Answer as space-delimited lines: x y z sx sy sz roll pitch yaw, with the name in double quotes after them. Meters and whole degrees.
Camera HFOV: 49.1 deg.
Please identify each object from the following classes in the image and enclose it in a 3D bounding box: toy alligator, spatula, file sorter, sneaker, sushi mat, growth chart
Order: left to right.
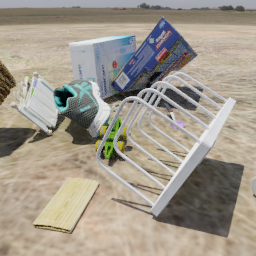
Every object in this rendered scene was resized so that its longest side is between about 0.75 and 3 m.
-2.344 -0.742 7.516 0.179 1.460 2.018 -30 31 20 "growth chart"
-0.989 1.247 4.762 0.631 0.080 1.320 5 24 13 "sushi mat"
-1.429 -0.843 7.579 1.276 1.085 2.798 25 11 -32 "sneaker"
-0.305 0.127 6.530 0.600 0.435 1.811 3 43 10 "toy alligator"
0.737 0.049 5.003 1.395 1.554 2.240 36 33 12 "file sorter"
1.272 -0.364 8.015 0.336 0.122 1.189 -10 45 -9 "spatula"

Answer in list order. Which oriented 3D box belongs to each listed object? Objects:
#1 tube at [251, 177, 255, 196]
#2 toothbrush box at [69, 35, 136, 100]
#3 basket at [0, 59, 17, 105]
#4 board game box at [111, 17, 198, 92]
3.074 0.819 5.085 1.860 0.483 0.540 -15 2 -25 "tube"
-0.771 -2.295 10.281 1.120 1.922 2.625 10 25 32 "toothbrush box"
-4.362 -1.183 6.059 2.059 2.886 2.150 8 61 28 "basket"
1.220 -2.341 9.962 0.880 2.854 2.853 52 34 14 "board game box"
